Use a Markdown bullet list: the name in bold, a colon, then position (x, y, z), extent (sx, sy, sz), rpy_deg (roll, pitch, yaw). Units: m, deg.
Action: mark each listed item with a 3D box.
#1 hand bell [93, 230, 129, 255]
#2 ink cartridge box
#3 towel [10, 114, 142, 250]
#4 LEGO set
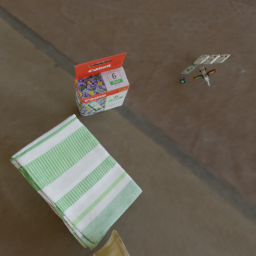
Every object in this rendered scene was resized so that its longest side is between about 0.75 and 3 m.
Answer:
- **hand bell**: position (-0.902, 3.055, 5.839), extent (1.908, 0.993, 0.993), rpy_deg (-24, 57, -16)
- **ink cartridge box**: position (-0.756, -1.121, 7.991), extent (1.416, 2.599, 0.654), rpy_deg (-18, 80, -13)
- **towel**: position (-1.138, 1.185, 6.821), extent (2.755, 0.322, 2.101), rpy_deg (48, 52, 0)
- **LEGO set**: position (2.662, -2.036, 9.956), extent (1.716, 0.421, 1.282), rpy_deg (-41, 31, -22)
